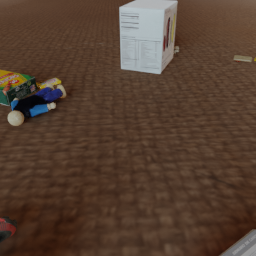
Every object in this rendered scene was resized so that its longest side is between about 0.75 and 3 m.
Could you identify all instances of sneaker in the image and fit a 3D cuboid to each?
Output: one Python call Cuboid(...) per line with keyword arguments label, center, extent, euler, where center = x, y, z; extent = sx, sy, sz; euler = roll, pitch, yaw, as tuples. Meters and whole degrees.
Cuboid(label="sneaker", center=(-2.719, 2.051, 4.856), extent=(1.553, 0.549, 0.759), euler=(-13, 34, -16))

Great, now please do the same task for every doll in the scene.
Cuboid(label="doll", center=(-3.051, -0.814, 9.348), extent=(1.627, 0.578, 2.384), euler=(11, 34, 22))

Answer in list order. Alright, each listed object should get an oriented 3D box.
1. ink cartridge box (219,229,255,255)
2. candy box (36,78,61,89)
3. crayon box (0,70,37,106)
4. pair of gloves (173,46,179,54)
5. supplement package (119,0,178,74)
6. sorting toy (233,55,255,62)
Cuboid(label="ink cartridge box", center=(1.823, 2.555, 3.838), extent=(1.838, 0.771, 1.613), euler=(-20, 37, -28))
Cuboid(label="candy box", center=(-3.236, -1.830, 11.396), extent=(0.909, 0.120, 0.465), euler=(-24, 42, -33))
Cuboid(label="crayon box", center=(-4.918, -1.610, 10.592), extent=(2.417, 0.614, 1.534), euler=(13, 34, 20))
Cuboid(label="pair of gloves", center=(2.255, -4.301, 15.217), extent=(1.056, 0.218, 1.242), euler=(4, 32, 7))
Cuboid(label="supplement package", center=(0.986, -4.281, 12.855), extent=(1.975, 2.685, 2.568), euler=(11, 34, 18))
Cuboid(label="sorting toy", center=(5.860, -3.381, 13.843), extent=(1.204, 0.161, 0.897), euler=(13, 30, 19))
